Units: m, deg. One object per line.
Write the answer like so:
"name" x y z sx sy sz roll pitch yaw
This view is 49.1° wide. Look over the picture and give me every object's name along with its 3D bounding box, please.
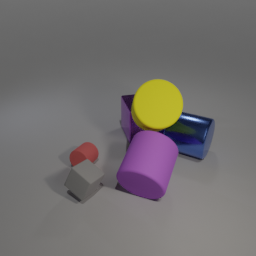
"cylinder" 0.821 -0.622 8.433 1.400 1.400 1.400 -1 -5 -2
"cylinder" 0.565 1.032 7.880 1.400 1.400 1.400 12 53 19
"cube" -1.202 1.422 7.768 0.700 0.700 0.700 37 29 16
"cylinder" 2.109 0.211 9.667 1.400 1.400 1.400 16 33 25
"cylinder" -1.419 0.903 9.098 0.700 0.700 0.700 12 25 20
"cube" 0.566 -0.409 10.733 1.400 1.400 1.400 -7 32 -13
